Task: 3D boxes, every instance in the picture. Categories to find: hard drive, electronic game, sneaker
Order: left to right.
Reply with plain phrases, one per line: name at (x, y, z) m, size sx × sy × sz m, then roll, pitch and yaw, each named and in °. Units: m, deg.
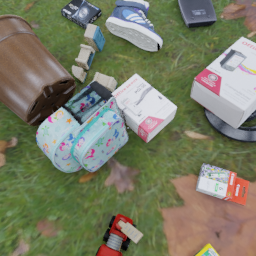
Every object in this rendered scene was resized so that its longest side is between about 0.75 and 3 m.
sneaker at (0.619, -4.550, 11.746) m, size 2.741 × 1.104 × 2.007 m, roll 29°, pitch 72°, yaw 19°
hard drive at (3.009, -5.382, 12.517) m, size 1.443 × 0.453 × 2.139 m, roll -7°, pitch 65°, yaw -4°
electronic game at (4.205, -0.729, 10.191) m, size 2.833 × 0.590 × 2.833 m, roll -2°, pitch 58°, yaw 4°

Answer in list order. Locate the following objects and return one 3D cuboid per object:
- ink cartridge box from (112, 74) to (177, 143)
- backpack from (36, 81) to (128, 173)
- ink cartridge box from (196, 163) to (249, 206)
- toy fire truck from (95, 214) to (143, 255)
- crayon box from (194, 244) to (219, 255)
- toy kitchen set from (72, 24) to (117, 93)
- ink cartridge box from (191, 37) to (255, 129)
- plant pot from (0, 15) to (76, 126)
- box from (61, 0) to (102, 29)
ink cartridge box at (0.471, -0.733, 10.062) m, size 1.506 × 0.851 × 2.055 m, roll -42°, pitch 71°, yaw -18°
backpack at (-1.375, 0.191, 8.811) m, size 2.672 × 2.372 × 2.012 m, roll -36°, pitch 65°, yaw -11°
ink cartridge box at (3.113, 1.825, 9.075) m, size 1.623 × 0.409 × 0.884 m, roll 17°, pitch 66°, yaw 9°
toy fire truck at (-0.232, 3.152, 7.744) m, size 1.071 × 1.665 × 1.466 m, roll 21°, pitch 66°, yaw 11°
crayon box at (2.366, 3.974, 8.136) m, size 0.761 × 0.257 × 0.881 m, roll -33°, pitch 69°, yaw -16°
toy kitchen set at (-0.988, -2.618, 10.997) m, size 1.719 × 1.264 × 2.145 m, roll 19°, pitch 86°, yaw 8°
ink cartridge box at (3.873, -1.647, 9.762) m, size 2.763 × 1.183 × 2.039 m, roll -42°, pitch 63°, yaw -17°
plant pot at (-3.543, -1.758, 9.643) m, size 2.860 × 2.889 × 2.889 m, roll 43°, pitch 72°, yaw 10°
box at (-2.081, -5.159, 12.491) m, size 1.433 × 0.312 × 1.148 m, roll 36°, pitch 69°, yaw 16°
